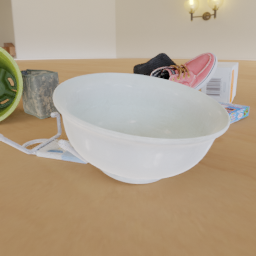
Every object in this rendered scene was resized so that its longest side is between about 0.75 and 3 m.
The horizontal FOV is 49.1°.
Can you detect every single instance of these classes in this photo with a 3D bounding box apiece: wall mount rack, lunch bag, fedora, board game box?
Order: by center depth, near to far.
[{"bbox_3d":[-1.322,0.236,5.465,2.300,0.857,1.998,5,19,19],"label":"wall mount rack"},{"bbox_3d":[2.539,-0.461,8.582,1.998,0.366,1.511,-16,23,-42],"label":"board game box"},{"bbox_3d":[-2.943,-1.166,9.142,0.997,1.390,1.695,-22,27,-39],"label":"lunch bag"},{"bbox_3d":[1.102,-2.026,10.653,2.921,1.334,2.921,-24,7,3],"label":"fedora"}]

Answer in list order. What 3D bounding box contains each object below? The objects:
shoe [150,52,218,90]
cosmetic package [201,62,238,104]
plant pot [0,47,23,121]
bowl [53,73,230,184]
[{"bbox_3d":[1.610,-1.573,8.617,0.925,2.588,1.177,52,7,37],"label":"shoe"},{"bbox_3d":[3.656,-1.782,11.035,1.036,1.474,2.907,6,18,24],"label":"cosmetic package"},{"bbox_3d":[-4.373,-1.319,8.809,2.391,2.391,2.270,-3,5,-11],"label":"plant pot"},{"bbox_3d":[0.158,0.049,4.895,2.855,1.283,2.855,7,27,-3],"label":"bowl"}]
